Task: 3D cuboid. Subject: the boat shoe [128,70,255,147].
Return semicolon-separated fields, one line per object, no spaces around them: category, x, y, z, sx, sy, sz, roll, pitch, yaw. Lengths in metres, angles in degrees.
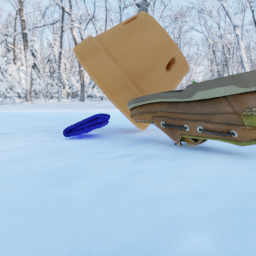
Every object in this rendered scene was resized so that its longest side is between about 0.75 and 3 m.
boat shoe;0.822;-0.140;4.191;0.969;0.916;2.695;-14;4;-26

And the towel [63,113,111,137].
towel;-0.762;-0.030;5.514;0.817;0.274;1.107;-25;0;6

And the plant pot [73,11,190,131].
plant pot;0.226;-1.437;6.600;1.775;2.536;2.536;-39;0;7

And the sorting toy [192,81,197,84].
sorting toy;2.293;-1.170;8.745;0.406;0.595;0.990;-22;-36;8
